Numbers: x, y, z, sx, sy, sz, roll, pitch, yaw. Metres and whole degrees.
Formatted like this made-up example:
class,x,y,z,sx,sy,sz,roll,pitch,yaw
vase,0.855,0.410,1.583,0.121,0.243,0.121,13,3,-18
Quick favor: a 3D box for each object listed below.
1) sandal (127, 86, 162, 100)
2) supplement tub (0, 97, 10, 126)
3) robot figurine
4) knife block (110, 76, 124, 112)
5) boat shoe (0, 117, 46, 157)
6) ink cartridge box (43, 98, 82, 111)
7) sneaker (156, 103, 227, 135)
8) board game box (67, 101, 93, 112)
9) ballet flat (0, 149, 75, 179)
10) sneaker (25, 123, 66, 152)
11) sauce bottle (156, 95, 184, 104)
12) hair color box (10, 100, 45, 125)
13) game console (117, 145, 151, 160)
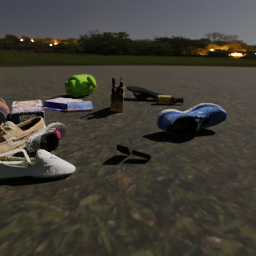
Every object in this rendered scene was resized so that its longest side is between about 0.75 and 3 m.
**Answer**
class,x,y,z,sx,sy,sz,roll,pitch,yaw
sandal,0.950,-1.873,16.121,2.491,0.596,0.936,23,24,26
supplement tub,-4.936,-0.550,10.282,1.074,1.074,2.009,-8,19,-26
robot figurine,-2.877,-2.629,17.271,1.917,1.264,2.185,-1,13,36
knife block,-0.474,-1.643,13.046,0.602,1.652,1.882,4,16,-1
boat shoe,-3.338,0.224,7.945,0.919,0.862,2.493,8,18,26
ink cartridge box,-3.352,-1.218,14.041,1.539,0.339,1.567,9,17,27
sneaker,2.288,-0.165,9.555,2.501,0.982,1.115,-11,28,-13
board game box,-2.265,-1.019,13.200,1.154,0.112,0.594,-4,47,-15
ballet flat,-2.206,0.798,6.354,1.960,0.681,0.681,-1,16,-6
sneaker,-2.224,0.300,8.259,0.698,0.589,1.597,8,21,22
sauce bottle,2.207,-1.466,14.717,1.434,0.473,0.473,6,17,9
hair color box,-3.910,-0.541,10.947,1.166,0.705,2.331,-6,17,-19
game console,0.154,0.660,7.406,0.946,0.114,0.558,16,-15,12
